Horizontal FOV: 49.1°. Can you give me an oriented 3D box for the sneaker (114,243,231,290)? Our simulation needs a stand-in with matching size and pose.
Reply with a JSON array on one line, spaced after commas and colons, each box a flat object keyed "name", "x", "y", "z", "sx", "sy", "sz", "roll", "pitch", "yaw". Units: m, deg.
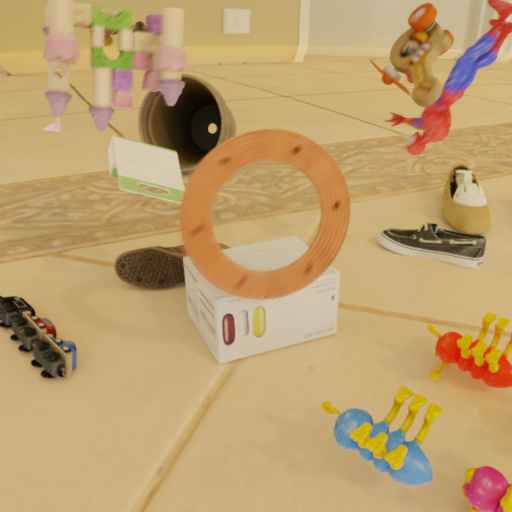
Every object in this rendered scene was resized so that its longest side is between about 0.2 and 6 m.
[{"name": "sneaker", "x": -1.432, "y": 0.167, "z": 10.122, "sx": 2.154, "sy": 0.759, "sz": 0.814, "roll": -2, "pitch": 6, "yaw": -9}]

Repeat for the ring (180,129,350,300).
[{"name": "ring", "x": 0.122, "y": -0.457, "z": 6.527, "sx": 2.024, "sy": 2.024, "sz": 0.194, "roll": -6, "pitch": 18, "yaw": -13}]

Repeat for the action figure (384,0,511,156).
[{"name": "action figure", "x": 3.002, "y": -2.936, "z": 9.270, "sx": 1.319, "sy": 2.664, "sz": 0.869, "roll": 30, "pitch": 0, "yaw": 30}]

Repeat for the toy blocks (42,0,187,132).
[{"name": "toy blocks", "x": -2.328, "y": -2.899, "z": 8.884, "sx": 2.087, "sy": 1.880, "sz": 2.233, "roll": -3, "pitch": 16, "yaw": -25}]

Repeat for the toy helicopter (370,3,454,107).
[{"name": "toy helicopter", "x": 2.351, "y": -2.820, "z": 8.361, "sx": 1.196, "sy": 0.713, "sz": 1.808, "roll": -27, "pitch": 42, "yaw": 32}]

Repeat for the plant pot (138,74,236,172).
[{"name": "plant pot", "x": -1.718, "y": -3.772, "z": 16.282, "sx": 2.642, "sy": 2.642, "sz": 2.293, "roll": 9, "pitch": 11, "yaw": 18}]

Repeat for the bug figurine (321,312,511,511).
[{"name": "bug figurine", "x": 2.510, "y": 1.883, "z": 6.223, "sx": 2.662, "sy": 0.883, "sz": 3.432, "roll": 30, "pitch": 34, "yaw": 35}]

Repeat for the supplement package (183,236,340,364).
[{"name": "supplement package", "x": 0.058, "y": 0.599, "z": 8.564, "sx": 1.941, "sy": 1.076, "sz": 1.512, "roll": -12, "pitch": 28, "yaw": -20}]

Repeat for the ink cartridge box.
[{"name": "ink cartridge box", "x": -1.652, "y": -1.203, "z": 8.482, "sx": 1.074, "sy": 0.354, "sz": 1.476, "roll": 11, "pitch": 39, "yaw": -27}]

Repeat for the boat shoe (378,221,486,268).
[{"name": "boat shoe", "x": 3.426, "y": -0.341, "z": 10.974, "sx": 2.049, "sy": 0.652, "sz": 0.724, "roll": 13, "pitch": 29, "yaw": 25}]

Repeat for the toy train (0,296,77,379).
[{"name": "toy train", "x": -3.263, "y": 1.148, "z": 8.277, "sx": 0.564, "sy": 0.420, "sz": 2.462, "roll": -7, "pitch": 24, "yaw": -42}]

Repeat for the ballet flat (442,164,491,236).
[{"name": "ballet flat", "x": 4.748, "y": -1.383, "z": 12.814, "sx": 0.985, "sy": 0.905, "sz": 2.871, "roll": 3, "pitch": 27, "yaw": 8}]
